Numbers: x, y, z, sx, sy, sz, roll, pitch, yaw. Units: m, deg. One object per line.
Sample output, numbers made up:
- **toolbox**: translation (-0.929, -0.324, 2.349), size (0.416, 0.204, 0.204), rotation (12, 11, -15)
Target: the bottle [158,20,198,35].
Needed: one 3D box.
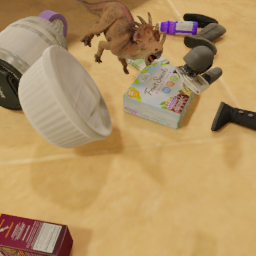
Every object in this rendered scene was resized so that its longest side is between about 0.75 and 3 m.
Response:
- **bottle**: translation (2.295, -4.645, 12.956), size (1.810, 0.591, 0.756), rotation (7, 24, 11)

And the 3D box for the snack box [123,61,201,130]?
- **snack box**: translation (1.185, -1.230, 9.592), size (1.976, 0.793, 2.343), rotation (21, 49, 17)

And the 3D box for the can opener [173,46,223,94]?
- **can opener**: translation (1.332, -0.990, 4.848), size (0.552, 0.697, 2.096), rotation (49, 27, 7)

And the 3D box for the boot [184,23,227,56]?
- **boot**: translation (3.680, -3.927, 12.360), size (1.988, 0.721, 1.808), rotation (-26, 53, -31)

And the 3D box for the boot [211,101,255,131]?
- **boot**: translation (3.558, -0.161, 8.817), size (1.617, 0.531, 1.333), rotation (23, 52, 15)

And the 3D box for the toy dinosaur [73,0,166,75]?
- **toy dinosaur**: translation (-0.155, -2.747, 7.744), size (2.926, 1.983, 1.256), rotation (55, 36, 4)

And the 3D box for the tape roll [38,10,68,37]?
- **tape roll**: translation (-3.302, -4.300, 12.121), size (0.592, 1.394, 1.394), rotation (25, 51, 23)

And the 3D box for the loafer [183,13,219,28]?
- **loafer**: translation (3.527, -5.201, 13.593), size (1.733, 0.589, 0.608), rotation (21, 45, 13)

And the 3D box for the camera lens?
- **camera lens**: translation (-3.541, -2.168, 9.449), size (2.292, 2.292, 2.866), rotation (12, 47, 11)

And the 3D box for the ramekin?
- **ramekin**: translation (-1.746, -0.718, 7.848), size (1.333, 2.863, 2.863), rotation (-29, 46, 14)

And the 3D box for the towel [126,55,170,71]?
- **towel**: translation (0.631, -2.858, 11.585), size (1.377, 0.283, 1.846), rotation (-28, 50, -27)

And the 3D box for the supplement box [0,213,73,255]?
- **supplement box**: translation (-2.077, 2.444, 6.013), size (1.591, 0.878, 0.681), rotation (7, 47, 7)
